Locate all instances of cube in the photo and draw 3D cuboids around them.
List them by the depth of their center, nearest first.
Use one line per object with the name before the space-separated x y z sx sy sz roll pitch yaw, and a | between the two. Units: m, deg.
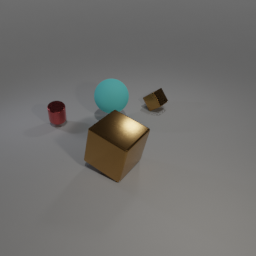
cube | -0.363 0.534 8.825 1.400 1.400 1.400 30 41 18
cube | 1.239 -1.276 12.597 0.700 0.700 0.700 -22 9 46

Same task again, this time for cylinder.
cylinder | -2.846 -0.613 11.234 0.700 0.700 0.700 4 48 -4

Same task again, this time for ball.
ball | -0.667 -1.286 11.324 1.400 1.400 1.400 0 31 0
